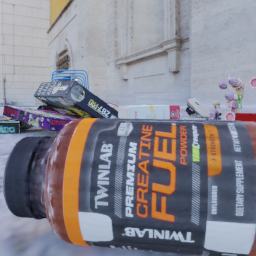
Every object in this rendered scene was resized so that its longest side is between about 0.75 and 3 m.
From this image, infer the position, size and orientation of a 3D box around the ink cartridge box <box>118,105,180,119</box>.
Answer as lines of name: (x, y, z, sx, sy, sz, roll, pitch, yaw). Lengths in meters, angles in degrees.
ink cartridge box: (0.467, -0.085, 6.598, 1.247, 0.906, 0.902, -2, 6, -21)

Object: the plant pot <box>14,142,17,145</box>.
plant pot: (-1.683, 0.371, 5.832, 1.269, 0.174, 1.269, 0, 5, 0)

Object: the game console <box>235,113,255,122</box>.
game console: (3.855, -0.139, 8.411, 1.109, 0.658, 0.956, 4, 7, 30)

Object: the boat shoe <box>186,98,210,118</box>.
boat shoe: (4.136, -0.965, 16.720, 0.745, 0.925, 1.995, -3, 36, -18)

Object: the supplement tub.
supplement tub: (0.059, 0.388, 2.006, 1.724, 0.922, 0.922, 1, 6, 8)

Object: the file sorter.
file sorter: (-3.009, -1.884, 14.261, 1.815, 1.605, 2.616, -6, -1, -16)

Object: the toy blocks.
toy blocks: (4.358, -1.174, 11.882, 2.149, 2.008, 1.809, 9, 5, 38)

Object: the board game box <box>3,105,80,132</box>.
board game box: (-2.428, -0.277, 8.646, 2.844, 0.459, 1.707, 13, 1, 42)

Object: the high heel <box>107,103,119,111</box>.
high heel: (-1.341, -1.064, 16.532, 2.619, 0.882, 1.256, -12, 9, 35)

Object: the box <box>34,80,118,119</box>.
box: (-1.618, -0.700, 9.072, 2.125, 0.647, 2.636, 38, -17, -34)

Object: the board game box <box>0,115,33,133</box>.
board game box: (-4.472, -0.170, 9.808, 2.011, 0.419, 2.973, 0, 6, -8)

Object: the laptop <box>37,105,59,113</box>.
laptop: (-2.972, -0.359, 13.154, 2.362, 1.376, 2.665, -6, 34, -43)
